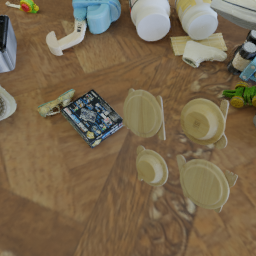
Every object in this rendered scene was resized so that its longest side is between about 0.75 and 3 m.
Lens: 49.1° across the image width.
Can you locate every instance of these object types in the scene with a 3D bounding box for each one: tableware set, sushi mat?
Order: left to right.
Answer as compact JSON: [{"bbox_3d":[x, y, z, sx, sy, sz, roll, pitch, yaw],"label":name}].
[{"bbox_3d":[0.657,0.276,4.113,1.944,1.624,0.226,12,22,39],"label":"tableware set"},{"bbox_3d":[2.493,-2.994,9.971,1.928,0.117,0.922,-6,61,-4],"label":"sushi mat"}]

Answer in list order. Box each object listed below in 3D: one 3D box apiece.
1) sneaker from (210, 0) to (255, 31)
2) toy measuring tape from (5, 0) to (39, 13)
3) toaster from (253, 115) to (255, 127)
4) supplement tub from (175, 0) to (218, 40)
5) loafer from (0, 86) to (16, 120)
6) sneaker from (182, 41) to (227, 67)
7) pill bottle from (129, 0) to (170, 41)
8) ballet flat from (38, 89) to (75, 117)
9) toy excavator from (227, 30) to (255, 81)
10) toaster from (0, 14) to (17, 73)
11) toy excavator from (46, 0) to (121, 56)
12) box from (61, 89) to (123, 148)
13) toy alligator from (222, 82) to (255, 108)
[{"bbox_3d":[2.290,-2.056,4.780,1.863,0.680,0.660,36,108,37],"label":"sneaker"},{"bbox_3d":[-4.132,-4.831,10.825,1.481,0.545,0.545,18,61,10],"label":"toy measuring tape"},{"bbox_3d":[4.702,-0.319,7.248,2.197,1.987,1.304,-10,67,-1],"label":"toaster"},{"bbox_3d":[2.416,-4.092,9.931,1.222,1.222,1.681,-7,58,-4],"label":"supplement tub"},{"bbox_3d":[-4.463,-1.150,8.279,2.825,0.965,1.069,40,94,9],"label":"loafer"},{"bbox_3d":[2.536,-2.325,9.415,1.419,0.523,0.820,19,74,8],"label":"sneaker"},{"bbox_3d":[0.747,-4.403,10.041,1.403,1.403,2.421,-4,59,-2],"label":"pill bottle"},{"bbox_3d":[-2.091,-0.719,8.496,1.273,0.450,0.450,-31,64,-18],"label":"ballet flat"},{"bbox_3d":[4.303,-1.762,8.800,2.180,1.089,2.120,32,65,7],"label":"toy excavator"},{"bbox_3d":[-4.654,-2.698,9.213,1.698,1.114,1.878,-8,60,-5],"label":"toaster"},{"bbox_3d":[-1.516,-3.800,9.911,2.498,1.283,2.569,0,68,1],"label":"toy excavator"},{"bbox_3d":[-1.050,-0.313,8.247,1.210,0.350,1.523,-37,66,-19],"label":"box"},{"bbox_3d":[3.965,-0.939,8.178,2.344,0.563,0.777,4,55,39],"label":"toy alligator"}]
